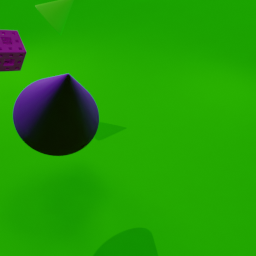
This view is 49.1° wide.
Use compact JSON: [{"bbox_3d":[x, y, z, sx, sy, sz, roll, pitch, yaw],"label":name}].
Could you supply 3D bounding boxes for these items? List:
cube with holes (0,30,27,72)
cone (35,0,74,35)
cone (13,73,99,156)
[{"bbox_3d":[-3.395,-2.118,7.713,0.792,0.792,0.792,-13,68,-39],"label":"cube with holes"},{"bbox_3d":[-1.806,-3.227,7.597,0.972,0.968,0.968,-40,42,5],"label":"cone"},{"bbox_3d":[-0.951,-0.435,4.059,1.401,1.406,1.401,6,69,-17],"label":"cone"}]
